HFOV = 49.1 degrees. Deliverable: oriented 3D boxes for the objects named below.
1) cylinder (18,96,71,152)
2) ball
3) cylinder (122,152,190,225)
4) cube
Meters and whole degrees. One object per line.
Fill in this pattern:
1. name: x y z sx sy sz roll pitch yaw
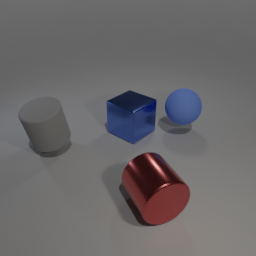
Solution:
1. cylinder: -2.811 -0.131 9.589 1.400 1.400 1.400 -5 42 4
2. ball: 2.125 -0.820 10.772 1.400 1.400 1.400 0 31 0
3. cylinder: 0.719 1.600 7.580 1.400 1.400 1.400 -13 33 -20
4. cube: 0.137 -0.469 10.978 1.400 1.400 1.400 24 39 34
